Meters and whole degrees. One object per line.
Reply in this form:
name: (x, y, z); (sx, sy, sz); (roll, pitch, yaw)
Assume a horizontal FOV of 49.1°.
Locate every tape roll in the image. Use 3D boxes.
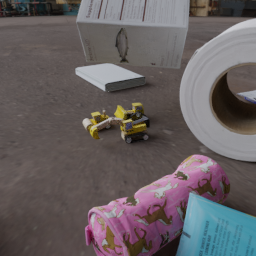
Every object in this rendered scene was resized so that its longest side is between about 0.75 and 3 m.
tape roll: (2.888, -0.943, 6.519); (2.932, 2.932, 2.013); (12, 29, 24)

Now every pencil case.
pencil case: (0.522, 1.222, 4.344); (2.376, 1.028, 0.983); (-20, 67, -36)

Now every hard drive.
hard drive: (-0.832, -2.251, 12.065); (1.878, 0.374, 2.848); (-16, 30, -28)

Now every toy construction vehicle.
toy construction vehicle: (-0.226, -0.244, 7.654); (1.883, 0.663, 1.640); (-8, 27, -17)

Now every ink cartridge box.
ink cartridge box: (4.748, -0.895, 9.360); (1.581, 0.321, 1.577); (-10, 28, -20)

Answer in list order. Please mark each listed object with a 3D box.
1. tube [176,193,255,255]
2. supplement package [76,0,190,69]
tube: (2.103, 1.728, 3.360); (2.978, 1.153, 0.750); (12, -1, 15)
supplement package: (0.193, -2.814, 7.720); (2.751, 1.608, 1.614); (5, 65, 6)
